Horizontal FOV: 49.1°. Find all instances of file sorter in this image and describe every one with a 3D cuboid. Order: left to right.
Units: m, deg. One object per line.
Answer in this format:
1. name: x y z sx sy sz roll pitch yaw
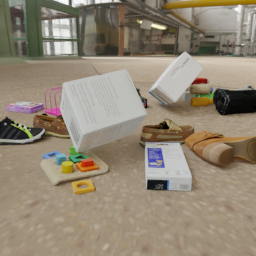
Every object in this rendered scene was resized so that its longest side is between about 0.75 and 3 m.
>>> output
1. file sorter: -2.672 -1.152 12.156 1.722 1.080 1.197 16 24 39

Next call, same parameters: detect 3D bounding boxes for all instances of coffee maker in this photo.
1. coffee maker: 4.786 -1.153 12.057 1.721 1.159 1.653 -6 20 -14

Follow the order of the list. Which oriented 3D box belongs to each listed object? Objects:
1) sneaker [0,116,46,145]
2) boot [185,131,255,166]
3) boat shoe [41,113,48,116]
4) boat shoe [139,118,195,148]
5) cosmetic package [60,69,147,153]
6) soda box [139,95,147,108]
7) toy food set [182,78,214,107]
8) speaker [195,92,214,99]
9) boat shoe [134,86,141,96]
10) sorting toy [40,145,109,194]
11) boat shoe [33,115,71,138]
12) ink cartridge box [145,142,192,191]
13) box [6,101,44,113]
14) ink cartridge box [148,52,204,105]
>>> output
1. sneaker: -3.685 0.054 8.884 2.027 0.839 0.727 -5 19 -14
2. boot: 2.824 0.485 7.984 2.085 0.799 1.618 -14 18 -18
3. boat shoe: -3.300 -0.364 11.099 0.311 0.266 0.850 -6 21 -20
4. boat shoe: 1.287 0.106 8.848 2.068 0.764 0.782 -12 22 -32
5. cosmetic package: -0.731 -0.448 7.605 1.785 1.473 1.471 -18 -16 -24
6. soda box: 0.446 -1.323 13.664 0.505 0.452 1.428 -6 20 -20
7. toy food set: 3.542 -1.968 14.367 1.174 1.245 2.609 -1 20 -5
8. speaker: 4.047 -1.495 14.010 1.323 0.585 0.585 1 18 3
9. boat shoe: 0.185 -2.079 15.508 0.822 0.729 2.198 -3 19 -10
10. sorting toy: -1.382 0.897 7.131 1.415 0.342 2.513 -11 21 -29
11. boat shoe: -2.309 -0.096 9.571 2.050 0.692 0.738 3 19 10
12. ink cartridge box: 0.938 0.895 7.073 1.017 0.401 2.045 1 20 3
13. box: -4.713 -0.960 12.866 1.362 0.266 0.932 7 20 20
14. ink cartridge box: 2.026 -2.104 12.518 1.098 1.901 2.604 40 1 -5
